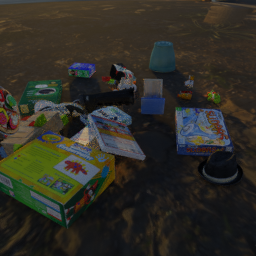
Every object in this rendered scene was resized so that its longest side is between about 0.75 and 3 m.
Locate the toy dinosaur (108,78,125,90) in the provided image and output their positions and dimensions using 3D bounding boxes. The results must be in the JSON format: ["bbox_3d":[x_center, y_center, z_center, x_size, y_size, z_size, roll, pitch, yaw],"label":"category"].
[{"bbox_3d":[-0.343,-2.040,14.279,1.274,0.651,0.865,21,49,-5],"label":"toy dinosaur"}]

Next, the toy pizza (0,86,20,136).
[{"bbox_3d":[-3.982,-0.608,9.026,0.277,1.749,1.749,-19,29,12],"label":"toy pizza"}]

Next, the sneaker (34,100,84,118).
[{"bbox_3d":[-2.882,-0.570,11.861,2.086,0.789,0.914,2,59,-12],"label":"sneaker"}]

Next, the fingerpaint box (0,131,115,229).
[{"bbox_3d":[-2.097,1.347,8.293,2.701,0.991,2.254,18,37,25],"label":"fingerpaint box"}]

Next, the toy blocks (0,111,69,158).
[{"bbox_3d":[-3.690,0.208,10.121,1.841,1.346,2.693,2,35,26],"label":"toy blocks"}]

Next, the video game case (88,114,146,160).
[{"bbox_3d":[-0.433,0.261,9.395,1.527,0.186,2.135,16,24,-29],"label":"video game case"}]

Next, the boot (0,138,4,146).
[{"bbox_3d":[-5.091,0.461,10.489,0.813,0.267,0.670,22,36,39],"label":"boot"}]

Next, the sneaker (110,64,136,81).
[{"bbox_3d":[-0.287,-3.010,15.868,0.995,0.749,2.127,7,21,-30],"label":"sneaker"}]

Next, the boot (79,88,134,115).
[{"bbox_3d":[-0.756,-1.009,10.857,1.997,0.655,1.646,-9,-7,-1],"label":"boot"}]

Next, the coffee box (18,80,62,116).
[{"bbox_3d":[-4.079,-1.503,13.318,1.706,0.610,2.775,-5,31,-7],"label":"coffee box"}]

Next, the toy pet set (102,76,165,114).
[{"bbox_3d":[0.277,-1.428,12.619,2.677,1.523,2.867,2,7,4],"label":"toy pet set"}]

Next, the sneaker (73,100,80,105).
[{"bbox_3d":[-2.199,-1.126,13.021,0.778,0.275,0.386,-5,27,-16],"label":"sneaker"}]

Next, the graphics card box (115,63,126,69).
[{"bbox_3d":[-0.491,-3.808,17.470,0.519,0.210,0.828,-10,34,-15],"label":"graphics card box"}]

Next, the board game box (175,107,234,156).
[{"bbox_3d":[2.820,0.075,10.860,1.895,0.482,2.800,3,32,5],"label":"board game box"}]

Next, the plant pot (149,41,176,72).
[{"bbox_3d":[2.163,-4.454,17.241,1.656,1.556,1.656,0,31,0],"label":"plant pot"}]

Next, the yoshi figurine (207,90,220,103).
[{"bbox_3d":[4.173,-1.452,13.534,0.527,0.529,0.941,36,10,-16],"label":"yoshi figurine"}]

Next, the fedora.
[{"bbox_3d":[2.981,1.161,8.907,1.487,0.679,1.487,0,32,0],"label":"fedora"}]

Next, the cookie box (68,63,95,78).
[{"bbox_3d":[-2.721,-3.429,16.577,1.303,0.490,1.115,7,32,11],"label":"cookie box"}]

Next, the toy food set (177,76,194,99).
[{"bbox_3d":[2.872,-1.964,13.913,0.644,0.683,1.431,8,63,13],"label":"toy food set"}]

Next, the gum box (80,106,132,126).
[{"bbox_3d":[-0.926,-0.353,11.670,1.658,0.369,1.409,-21,37,-30],"label":"gum box"}]

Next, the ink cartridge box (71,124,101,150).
[{"bbox_3d":[-1.415,0.472,9.979,0.952,0.561,1.654,2,28,31],"label":"ink cartridge box"}]
